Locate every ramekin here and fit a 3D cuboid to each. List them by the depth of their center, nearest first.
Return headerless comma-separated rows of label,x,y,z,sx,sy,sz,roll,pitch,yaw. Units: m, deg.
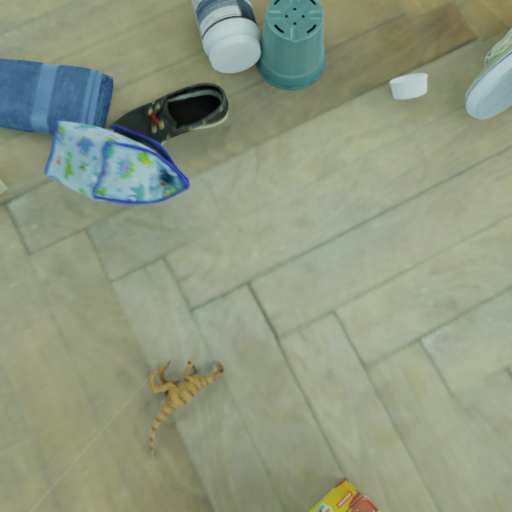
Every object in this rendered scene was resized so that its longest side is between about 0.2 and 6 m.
ramekin,3.040,-3.359,11.127,0.718,0.718,0.350,-16,113,-4

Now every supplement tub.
supplement tub,-0.585,-4.651,11.206,1.151,1.151,1.641,-13,76,-3

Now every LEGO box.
LEGO box,0.980,4.689,8.640,2.351,1.751,0.907,-41,80,-8

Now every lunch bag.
lunch bag,-2.368,-1.589,9.861,1.661,1.953,1.245,27,103,38

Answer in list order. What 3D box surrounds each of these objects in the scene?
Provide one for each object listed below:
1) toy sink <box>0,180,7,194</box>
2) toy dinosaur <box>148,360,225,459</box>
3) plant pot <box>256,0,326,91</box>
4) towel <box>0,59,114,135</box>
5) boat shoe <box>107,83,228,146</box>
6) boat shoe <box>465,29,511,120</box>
toy sink,-5.498,-1.301,10.672,1.094,0.613,0.713,-40,80,-9
toy dinosaur,-1.454,2.463,9.781,2.008,0.607,1.067,-42,81,-9
plant pot,0.709,-4.268,10.972,1.465,1.435,1.465,0,76,1
towel,-4.219,-3.099,11.108,2.580,0.626,1.440,8,77,1
boat shoe,-1.770,-2.707,10.920,2.539,0.795,0.929,-19,83,-3
boat shoe,5.101,-3.864,11.220,2.943,1.060,0.913,-42,53,-10
